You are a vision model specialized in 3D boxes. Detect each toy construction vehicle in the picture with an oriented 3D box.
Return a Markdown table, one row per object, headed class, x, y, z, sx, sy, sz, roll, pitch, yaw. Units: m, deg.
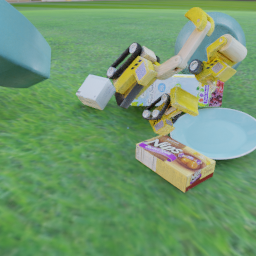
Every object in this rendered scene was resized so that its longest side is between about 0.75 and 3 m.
| class | x | y | z | sx | sy | sz | roll | pitch | yaw |
| --- | --- | --- | --- | --- | --- | --- | --- | --- | --- |
| toy construction vehicle | 0.945 | -0.815 | 5.460 | 2.274 | 2.612 | 0.920 | 21 | 43 | -40 |

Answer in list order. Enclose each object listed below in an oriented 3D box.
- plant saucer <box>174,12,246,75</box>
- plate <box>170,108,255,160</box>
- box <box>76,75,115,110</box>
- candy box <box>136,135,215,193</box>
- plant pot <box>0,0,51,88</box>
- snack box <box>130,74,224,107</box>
| class | x | y | z | sx | sy | sz | roll | pitch | yaw |
| --- | --- | --- | --- | --- | --- | --- | --- | --- | --- |
| plant saucer | 3.061 | -2.872 | 10.344 | 2.630 | 2.630 | 0.473 | 2 | 22 | 3 |
| plate | 2.190 | 0.150 | 7.065 | 2.225 | 0.284 | 2.225 | -7 | 34 | 5 |
| box | -1.050 | -1.174 | 9.156 | 0.885 | 0.582 | 0.890 | 19 | 69 | 32 |
| candy box | 0.990 | 0.696 | 6.126 | 0.898 | 0.434 | 1.539 | -18 | 34 | -33 |
| plant pot | -3.810 | -2.407 | 8.582 | 1.924 | 1.925 | 2.723 | -15 | -22 | 29 |
| snack box | 1.174 | -1.207 | 8.582 | 2.647 | 0.896 | 2.232 | 1 | 12 | -10 |
